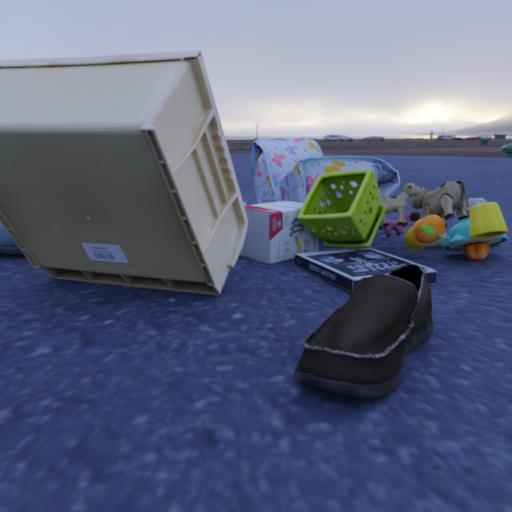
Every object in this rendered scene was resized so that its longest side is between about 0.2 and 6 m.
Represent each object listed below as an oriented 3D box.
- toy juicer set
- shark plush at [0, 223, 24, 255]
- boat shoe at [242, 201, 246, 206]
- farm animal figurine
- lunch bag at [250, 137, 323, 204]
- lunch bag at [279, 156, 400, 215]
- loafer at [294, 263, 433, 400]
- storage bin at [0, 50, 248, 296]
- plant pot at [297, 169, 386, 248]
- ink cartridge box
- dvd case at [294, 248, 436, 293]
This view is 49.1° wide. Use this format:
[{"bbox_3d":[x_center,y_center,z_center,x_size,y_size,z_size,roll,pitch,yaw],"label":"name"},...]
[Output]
[{"bbox_3d":[3.917,-0.249,10.964,1.864,0.797,2.930,-11,-11,24],"label":"toy juicer set"},{"bbox_3d":[-5.807,-0.584,10.776,4.508,2.048,1.878,-1,43,-26],"label":"shark plush"},{"bbox_3d":[-1.296,-2.023,17.304,0.912,1.171,2.579,-12,18,-42],"label":"boat shoe"},{"bbox_3d":[3.484,-1.059,11.531,1.939,1.011,1.918,9,-18,-44],"label":"farm animal figurine"},{"bbox_3d":[0.929,-2.202,15.535,1.866,2.200,1.399,-7,-13,-23],"label":"lunch bag"},{"bbox_3d":[1.911,-1.434,12.961,2.383,1.515,2.021,-5,-3,-12],"label":"lunch bag"},{"bbox_3d":[1.237,0.680,6.152,1.017,0.994,2.786,7,15,28],"label":"loafer"},{"bbox_3d":[-2.130,-1.043,8.239,3.322,3.298,1.557,4,50,19],"label":"storage bin"},{"bbox_3d":[1.719,-0.824,10.729,1.227,1.119,1.233,1,52,42],"label":"plant pot"},{"bbox_3d":[0.456,-0.505,11.173,1.384,1.006,1.001,-13,19,-41],"label":"ink cartridge box"},{"bbox_3d":[1.825,0.206,9.766,1.592,0.262,2.118,-5,12,-21],"label":"dvd case"}]
